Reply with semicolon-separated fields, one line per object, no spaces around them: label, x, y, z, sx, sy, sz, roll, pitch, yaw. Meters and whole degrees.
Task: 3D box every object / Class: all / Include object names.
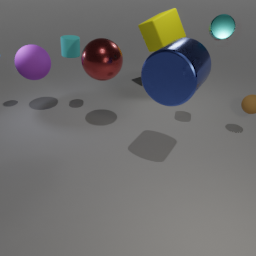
ball;-0.868;-2.295;9.428;1.400;1.400;1.400;0;29;0
cube;1.598;-4.574;13.215;1.400;1.400;1.400;-34;23;-17
ball;-3.835;-2.646;11.339;1.400;1.400;1.400;0;29;0
ball;4.426;-0.847;10.010;0.700;0.700;0.700;0;29;0
cylinder;-2.174;-3.088;10.605;0.700;0.700;0.700;3;30;-2
cylinder;2.815;-3.029;8.439;0.700;0.700;0.700;6;17;10
cylinder;1.246;-1.442;7.095;1.400;1.400;1.400;14;33;24
